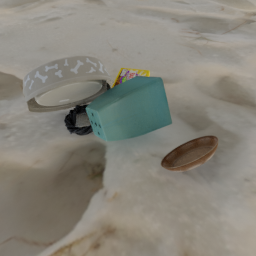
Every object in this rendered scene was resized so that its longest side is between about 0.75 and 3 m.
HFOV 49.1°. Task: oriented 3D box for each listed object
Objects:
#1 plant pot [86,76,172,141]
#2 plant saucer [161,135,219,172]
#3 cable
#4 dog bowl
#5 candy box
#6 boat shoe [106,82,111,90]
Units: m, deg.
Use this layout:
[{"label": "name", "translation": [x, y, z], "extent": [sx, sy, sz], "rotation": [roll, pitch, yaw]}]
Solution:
[{"label": "plant pot", "translation": [-0.056, -0.468, 7.542], "extent": [1.880, 1.329, 1.328], "rotation": [-24, 21, -23]}, {"label": "plant saucer", "translation": [1.520, 0.662, 6.778], "extent": [1.510, 0.276, 1.510], "rotation": [-28, 9, 5]}, {"label": "cable", "translation": [-1.251, -0.312, 8.310], "extent": [1.274, 0.397, 1.562], "rotation": [21, 42, 22]}, {"label": "dog bowl", "translation": [-1.664, -1.172, 7.735], "extent": [2.557, 2.557, 0.750], "rotation": [-15, 84, -17]}, {"label": "candy box", "translation": [0.049, -1.434, 9.768], "extent": [1.135, 0.293, 2.221], "rotation": [9, 41, 7]}, {"label": "boat shoe", "translation": [-1.427, -1.586, 9.492], "extent": [1.750, 0.580, 0.654], "rotation": [14, 55, -2]}]
